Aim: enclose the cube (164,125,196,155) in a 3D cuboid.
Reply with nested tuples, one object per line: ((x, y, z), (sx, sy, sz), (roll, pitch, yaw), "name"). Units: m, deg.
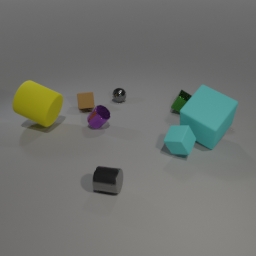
((1.723, 0.396, 9.271), (0.700, 0.700, 0.700), (0, 49, 42), "cube")

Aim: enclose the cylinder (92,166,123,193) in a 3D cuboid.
((-0.559, 1.461, 7.952), (0.700, 0.700, 0.700), (4, 29, 15), "cylinder")

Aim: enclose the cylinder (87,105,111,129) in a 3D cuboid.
((-1.165, -0.442, 11.170), (0.700, 0.700, 0.700), (25, 44, -27), "cylinder")

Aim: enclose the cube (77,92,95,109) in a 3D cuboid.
((-1.930, -1.248, 12.750), (0.700, 0.700, 0.700), (-7, 6, -12), "cube")

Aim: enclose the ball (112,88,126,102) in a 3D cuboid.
((-0.423, -1.605, 13.638), (0.700, 0.700, 0.700), (0, 29, 0), "ball")

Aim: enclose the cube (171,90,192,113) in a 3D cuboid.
((2.439, -1.141, 12.471), (0.700, 0.700, 0.700), (32, 39, 0), "cube")

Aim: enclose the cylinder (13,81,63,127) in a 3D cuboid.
((-3.491, -0.948, 10.955), (1.400, 1.400, 1.400), (24, 32, 4), "cylinder")

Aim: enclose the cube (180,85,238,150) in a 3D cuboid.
((2.793, -0.375, 9.883), (1.400, 1.400, 1.400), (33, 70, 26), "cube")
